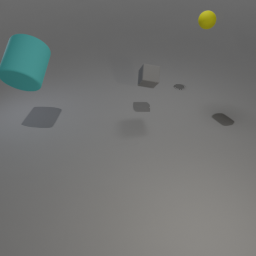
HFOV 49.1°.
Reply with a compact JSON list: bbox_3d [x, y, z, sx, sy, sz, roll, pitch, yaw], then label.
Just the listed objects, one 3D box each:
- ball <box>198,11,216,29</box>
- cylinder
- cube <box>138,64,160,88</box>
[{"bbox_3d":[3.172,-4.322,11.216,0.700,0.700,0.700,0,33,0],"label":"ball"},{"bbox_3d":[-3.463,-2.165,9.431,1.400,1.400,1.400,6,70,9],"label":"cylinder"},{"bbox_3d":[0.830,-2.071,11.230,0.700,0.700,0.700,8,-13,-13],"label":"cube"}]
